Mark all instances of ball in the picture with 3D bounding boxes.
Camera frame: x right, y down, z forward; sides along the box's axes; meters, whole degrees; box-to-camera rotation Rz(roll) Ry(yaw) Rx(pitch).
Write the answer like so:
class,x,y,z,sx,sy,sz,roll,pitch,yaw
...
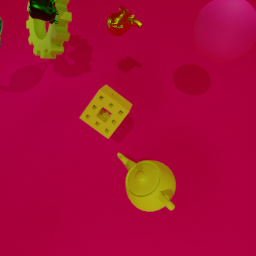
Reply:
class,x,y,z,sx,sy,sz,roll,pitch,yaw
ball,2.072,-2.089,5.992,1.326,1.326,1.326,0,57,0

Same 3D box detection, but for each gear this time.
class,x,y,z,sx,sy,sz,roll,pitch,yaw
gear,-2.274,-3.006,7.886,0.373,2.017,2.017,-8,51,-41

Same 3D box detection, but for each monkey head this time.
class,x,y,z,sx,sy,sz,roll,pitch,yaw
monkey head,-0.117,-2.579,7.031,0.828,1.151,0.694,32,99,-9

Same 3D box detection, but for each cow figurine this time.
class,x,y,z,sx,sy,sz,roll,pitch,yaw
cow figurine,-1.843,-3.021,6.227,1.294,0.722,1.315,37,64,-2

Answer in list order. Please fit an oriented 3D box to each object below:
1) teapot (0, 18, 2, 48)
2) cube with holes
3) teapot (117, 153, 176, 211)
class,x,y,z,sx,sy,sz,roll,pitch,yaw
teapot,-3.863,-2.067,6.890,1.955,1.216,0.957,-41,108,1
cube with holes,-0.438,-0.361,5.877,0.717,0.717,0.717,37,17,-5
teapot,0.338,1.005,5.309,0.973,0.766,1.565,-46,49,-4
